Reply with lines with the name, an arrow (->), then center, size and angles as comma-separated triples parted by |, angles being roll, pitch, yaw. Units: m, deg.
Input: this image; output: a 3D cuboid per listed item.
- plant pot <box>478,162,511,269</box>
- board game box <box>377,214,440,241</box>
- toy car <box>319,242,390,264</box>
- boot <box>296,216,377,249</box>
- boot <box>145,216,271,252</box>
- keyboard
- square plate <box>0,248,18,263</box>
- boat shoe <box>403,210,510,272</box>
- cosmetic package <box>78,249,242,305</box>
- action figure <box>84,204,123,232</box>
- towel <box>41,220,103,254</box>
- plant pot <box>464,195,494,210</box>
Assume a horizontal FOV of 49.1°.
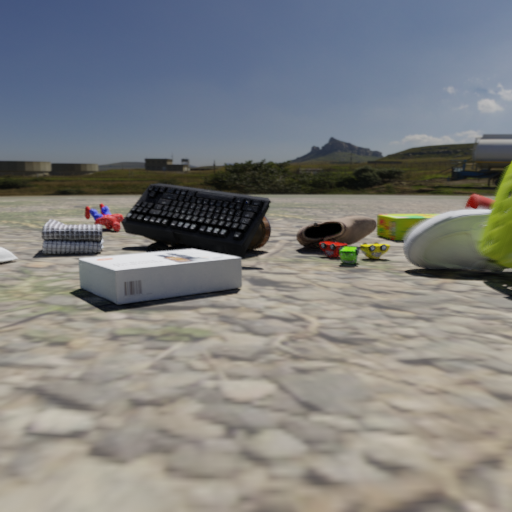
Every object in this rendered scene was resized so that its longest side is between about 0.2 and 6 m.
plant pot -> 3.863, -0.373, 7.193 | 1.457, 1.450, 1.322 | 18, 16, 11
board game box -> 4.242, -0.711, 13.630 | 2.296, 0.547, 1.166 | -1, 8, -9
toy car -> 1.658, -0.045, 9.808 | 1.282, 0.286, 1.206 | 2, 8, 17
boot -> 1.671, -0.512, 11.406 | 1.721, 0.604, 1.258 | -17, -6, 4
boot -> -1.418, -0.653, 11.013 | 3.145, 1.175, 1.524 | 5, 7, 20
keyboard -> -1.223, -0.588, 9.946 | 2.766, 1.661, 0.355 | 11, -29, 32
square plate -> -5.852, 0.016, 9.049 | 2.689, 0.383, 2.664 | 4, 9, 24
boat shoe -> 3.560, -0.165, 8.478 | 2.526, 0.896, 0.882 | -6, 28, 3
cosmetic package -> -1.252, 0.224, 7.305 | 1.733, 0.448, 1.306 | -6, 7, -36
action figure -> -4.297, -1.039, 16.021 | 0.772, 0.610, 2.360 | -10, 16, -27
towel -> -3.645, -0.397, 11.192 | 1.155, 0.597, 1.395 | -2, 8, -16
plant pot -> 6.160, -1.078, 14.986 | 0.904, 1.022, 1.022 | 8, 8, 1
